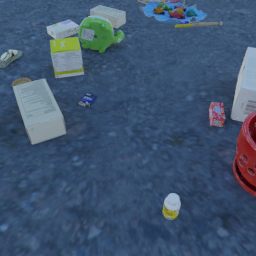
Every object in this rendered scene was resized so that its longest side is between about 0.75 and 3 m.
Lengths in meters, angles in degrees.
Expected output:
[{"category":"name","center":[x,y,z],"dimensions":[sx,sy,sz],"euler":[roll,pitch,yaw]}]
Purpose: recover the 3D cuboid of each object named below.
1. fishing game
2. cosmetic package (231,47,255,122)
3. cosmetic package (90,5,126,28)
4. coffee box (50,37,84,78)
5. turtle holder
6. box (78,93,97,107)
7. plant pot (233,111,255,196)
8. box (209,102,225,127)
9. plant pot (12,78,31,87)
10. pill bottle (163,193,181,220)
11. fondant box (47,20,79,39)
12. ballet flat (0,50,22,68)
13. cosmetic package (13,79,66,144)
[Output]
[{"category":"fishing game","center":[0.977,-2.584,6.041],"dimensions":[1.464,0.318,2.045],"euler":[-7,38,-15]},{"category":"cosmetic package","center":[4.747,-1.688,10.653],"dimensions":[1.101,1.512,2.973],"euler":[14,45,14]},{"category":"cosmetic package","center":[-1.147,-6.410,16.081],"dimensions":[1.867,0.682,0.966],"euler":[26,50,23]},{"category":"coffee box","center":[-2.672,-3.103,12.276],"dimensions":[1.257,1.243,1.255],"euler":[-9,45,-9]},{"category":"turtle holder","center":[-1.327,-4.750,13.676],"dimensions":[2.087,1.586,1.482],"euler":[-9,42,11]},{"category":"box","center":[-1.568,-1.143,11.081],"dimensions":[0.471,0.126,0.777],"euler":[15,45,15]},{"category":"plant pot","center":[4.027,0.818,7.746],"dimensions":[2.148,1.956,2.148],"euler":[0,44,0]},{"category":"box","center":[3.236,-0.502,10.194],"dimensions":[0.449,0.430,0.902],"euler":[6,45,6]},{"category":"plant pot","center":[-4.476,-1.854,11.819],"dimensions":[0.796,0.109,0.796],"euler":[0,45,0]},{"category":"pill bottle","center":[1.149,2.045,7.350],"dimensions":[0.424,0.757,0.424],"euler":[0,44,0]},{"category":"fondant box","center":[-3.498,-5.324,15.152],"dimensions":[1.447,0.421,1.044],"euler":[-29,51,-28]},{"category":"ballet flat","center":[-5.501,-3.369,13.087],"dimensions":[0.533,0.504,1.583],"euler":[14,46,14]},{"category":"cosmetic package","center":[-3.196,-0.665,10.042],"dimensions":[1.287,0.870,2.446],"euler":[-18,47,-17]}]
